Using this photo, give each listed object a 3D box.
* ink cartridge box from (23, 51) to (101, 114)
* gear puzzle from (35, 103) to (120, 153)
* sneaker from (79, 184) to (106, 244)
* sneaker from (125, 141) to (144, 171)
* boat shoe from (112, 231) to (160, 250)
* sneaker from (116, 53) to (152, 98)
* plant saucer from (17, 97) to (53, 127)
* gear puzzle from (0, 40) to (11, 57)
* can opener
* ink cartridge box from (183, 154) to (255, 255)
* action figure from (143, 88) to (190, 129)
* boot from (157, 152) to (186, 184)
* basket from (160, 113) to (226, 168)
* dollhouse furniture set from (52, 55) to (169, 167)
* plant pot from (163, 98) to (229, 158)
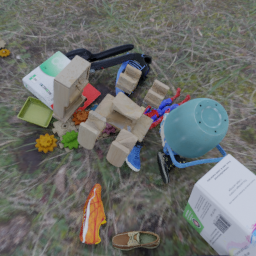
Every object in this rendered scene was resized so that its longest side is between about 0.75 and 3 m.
[{"bbox_3d":[-2.199,-1.412,9.476,2.071,0.519,1.667,39,66,9],"label":"ink cartridge box"},{"bbox_3d":[-1.667,-0.003,8.825,2.641,0.346,1.368,-23,60,-17],"label":"gear puzzle"},{"bbox_3d":[-0.843,2.196,7.213,0.597,0.565,1.548,17,55,-16],"label":"sneaker"},{"bbox_3d":[0.220,0.675,8.174,0.425,0.616,1.108,21,35,-39],"label":"sneaker"},{"bbox_3d":[0.198,2.685,6.804,1.168,0.431,0.442,-3,53,-2],"label":"boat shoe"},{"bbox_3d":[0.231,-1.860,9.965,0.962,0.866,2.470,5,52,13],"label":"sneaker"},{"bbox_3d":[-2.965,-0.478,9.175,0.975,0.234,0.977,20,50,-8],"label":"plant saucer"},{"bbox_3d":[-5.548,-3.310,11.490,1.834,0.240,0.950,25,55,14],"label":"gear puzzle"},{"bbox_3d":[-0.980,-2.437,10.056,2.592,1.019,0.822,-5,86,13],"label":"can opener"},{"bbox_3d":[2.698,2.277,6.079,1.180,2.035,2.811,-34,60,-21],"label":"ink cartridge box"},{"bbox_3d":[1.057,-0.599,9.251,2.233,0.577,0.730,-35,63,-21],"label":"action figure"},{"bbox_3d":[1.294,1.082,8.015,0.790,0.377,1.046,-4,46,-6],"label":"boot"},{"bbox_3d":[1.711,0.332,7.759,1.493,1.177,1.693,-4,40,-16],"label":"basket"},{"bbox_3d":[-0.726,-0.517,8.440,2.873,1.870,2.639,31,58,3],"label":"dollhouse furniture set"},{"bbox_3d":[1.820,-0.085,7.135,1.486,1.193,1.486,6,69,-15],"label":"plant pot"}]
